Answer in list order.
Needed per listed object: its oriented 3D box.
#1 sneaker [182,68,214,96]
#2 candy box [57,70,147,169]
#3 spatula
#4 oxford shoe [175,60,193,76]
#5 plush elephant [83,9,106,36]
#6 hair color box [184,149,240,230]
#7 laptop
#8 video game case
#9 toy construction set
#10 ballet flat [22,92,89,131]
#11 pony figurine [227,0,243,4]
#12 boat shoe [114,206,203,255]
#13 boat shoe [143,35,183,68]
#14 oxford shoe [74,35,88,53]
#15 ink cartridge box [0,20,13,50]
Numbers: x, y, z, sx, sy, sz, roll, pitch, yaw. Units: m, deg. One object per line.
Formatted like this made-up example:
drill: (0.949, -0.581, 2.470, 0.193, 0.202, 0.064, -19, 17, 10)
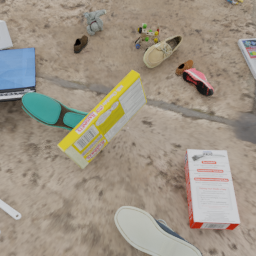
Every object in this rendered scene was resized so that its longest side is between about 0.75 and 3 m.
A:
sneaker: (2.753, -1.810, 10.530, 0.643, 0.546, 1.482, -31, 60, -21)
candy box: (-0.620, -0.202, 8.176, 0.393, 1.522, 2.977, 38, 77, 23)
spatula: (-4.392, 2.371, 7.776, 2.580, 0.207, 1.794, 27, 54, 21)
oxford shoe: (2.282, -2.466, 11.114, 0.365, 0.364, 1.022, 36, 60, 24)
plush elephant: (-1.427, -4.656, 12.410, 0.956, 0.899, 1.161, -19, 6, 33)
hair color box: (2.304, 1.699, 7.958, 1.203, 0.693, 2.169, 2, 56, 2)
laptop: (-4.848, -1.877, 9.795, 2.795, 1.730, 2.985, -6, 15, -4)
video game case: (6.036, -2.922, 11.489, 2.446, 0.281, 2.228, -5, 55, -2)
toy construction set: (0.952, -3.969, 11.743, 1.155, 1.064, 1.385, 23, 57, 15)
ballet flat: (-2.122, -0.348, 8.808, 2.513, 0.885, 0.846, 22, 78, -13)
pony figurine: (5.178, -6.605, 13.882, 1.009, 0.840, 0.974, 15, 64, -8)
boat shoe: (0.755, 2.787, 7.113, 2.426, 0.750, 0.908, 21, 73, 22)
boat shoe: (1.429, -3.137, 11.234, 2.089, 0.678, 0.754, -40, 102, -29)
oxford shoe: (-1.991, -3.663, 11.910, 0.385, 0.447, 1.060, 13, 54, 11)
ink cartridge box: (-5.195, -3.772, 11.315, 0.579, 1.005, 1.378, -23, 31, -24)
